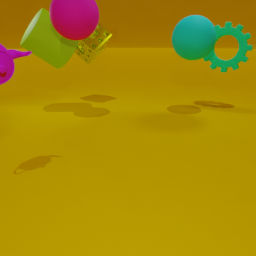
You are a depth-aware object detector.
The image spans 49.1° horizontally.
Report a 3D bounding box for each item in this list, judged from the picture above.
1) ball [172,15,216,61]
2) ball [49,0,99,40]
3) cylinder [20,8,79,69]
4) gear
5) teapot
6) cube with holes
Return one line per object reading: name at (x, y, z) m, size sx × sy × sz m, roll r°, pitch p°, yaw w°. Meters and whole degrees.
ball at (2.048, -2.798, 8.738) m, size 1.348 × 1.348 × 1.348 m, roll 0°, pitch 18°, yaw 0°
ball at (-1.488, -3.157, 7.818) m, size 1.361 × 1.361 × 1.361 m, roll 0°, pitch 18°, yaw 0°
cylinder at (-2.530, -2.881, 9.140) m, size 1.389 × 1.389 × 1.389 m, roll 30°, pitch 0°, yaw -32°
gear at (3.455, -2.819, 9.842) m, size 1.657 × 1.657 × 0.307 m, roll 9°, pitch 18°, yaw 26°
teapot at (-2.067, -0.992, 4.364) m, size 0.568 × 0.722 × 1.161 m, roll 23°, pitch 47°, yaw 32°
cube with holes at (-1.489, -3.383, 10.836) m, size 1.091 × 1.091 × 1.091 m, roll -52°, pitch 7°, yaw -23°
